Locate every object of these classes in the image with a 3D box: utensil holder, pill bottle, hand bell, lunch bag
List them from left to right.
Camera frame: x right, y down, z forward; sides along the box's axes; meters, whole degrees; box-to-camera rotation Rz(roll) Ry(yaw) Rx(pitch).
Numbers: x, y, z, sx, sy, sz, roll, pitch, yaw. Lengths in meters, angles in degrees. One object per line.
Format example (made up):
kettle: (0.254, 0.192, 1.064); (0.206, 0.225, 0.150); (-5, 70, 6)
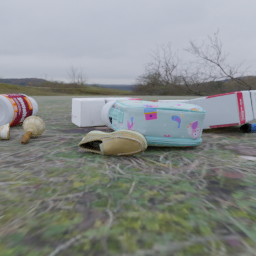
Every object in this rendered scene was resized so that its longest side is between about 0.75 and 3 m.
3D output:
pill bottle: (-4.402, -0.706, 10.757); (1.215, 1.215, 2.152); (2, 9, 10)
hand bell: (-2.711, 0.161, 7.692); (0.642, 0.642, 1.233); (-1, 21, -5)
utensil holder: (-0.299, -0.423, 9.397); (1.073, 1.073, 1.263); (-2, 6, -15)
lunch bag: (0.631, -0.198, 7.528); (2.155, 1.036, 2.687); (1, 7, -11)

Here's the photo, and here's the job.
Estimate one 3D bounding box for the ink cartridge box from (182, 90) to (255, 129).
ink cartridge box: (3.338, -0.630, 9.753); (1.835, 1.053, 2.526); (-9, 1, 40)

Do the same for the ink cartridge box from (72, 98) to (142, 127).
ink cartridge box: (-0.888, -0.686, 11.250); (2.461, 1.019, 1.803); (-3, 9, -22)

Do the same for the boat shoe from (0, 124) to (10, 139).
boat shoe: (-3.599, 0.090, 8.069); (0.357, 0.380, 1.032); (-3, 9, -22)

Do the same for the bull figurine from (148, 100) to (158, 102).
bull figurine: (1.132, -1.348, 16.998); (2.128, 0.693, 1.292); (3, 9, 21)

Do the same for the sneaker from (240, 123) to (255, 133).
sneaker: (4.009, -0.001, 8.948); (0.827, 0.317, 0.460); (1, 1, 32)

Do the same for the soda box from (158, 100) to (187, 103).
soda box: (2.827, -0.917, 13.461); (2.679, 0.853, 0.912); (-1, 8, -10)

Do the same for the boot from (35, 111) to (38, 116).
boot: (-5.315, -0.825, 14.094); (1.275, 0.627, 1.781); (-7, 6, -8)

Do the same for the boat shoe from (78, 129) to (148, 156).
boat shoe: (-0.368, 0.387, 5.951); (1.594, 0.571, 0.607); (-3, 19, 34)
